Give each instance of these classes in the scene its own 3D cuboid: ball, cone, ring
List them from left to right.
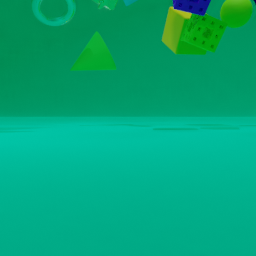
[{"bbox_3d":[-2.353,-3.870,8.930,1.392,0.278,1.392,-13,-31,-8],"label":"ring"},{"bbox_3d":[-1.437,-2.446,10.160,1.510,1.504,1.504,-29,4,-2],"label":"cone"},{"bbox_3d":[3.363,-3.611,8.715,0.944,0.944,0.944,0,2,0],"label":"ball"}]

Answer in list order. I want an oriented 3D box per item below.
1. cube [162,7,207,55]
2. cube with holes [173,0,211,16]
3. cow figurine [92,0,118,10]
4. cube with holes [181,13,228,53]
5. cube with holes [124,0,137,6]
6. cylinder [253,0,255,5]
[{"bbox_3d":[2.087,-3.380,9.781,1.233,1.233,1.233,-4,39,-20],"label":"cube"},{"bbox_3d":[1.499,-3.171,6.415,0.746,0.746,0.746,10,-41,-7],"label":"cube with holes"},{"bbox_3d":[-0.830,-3.866,8.065,1.237,0.679,1.217,29,24,2],"label":"cow figurine"},{"bbox_3d":[1.948,-2.483,7.258,0.747,0.747,0.747,18,19,-13],"label":"cube with holes"},{"bbox_3d":[0.130,-3.573,6.166,1.036,1.036,1.036,-25,42,10],"label":"cube with holes"},{"bbox_3d":[3.283,-3.291,6.440,0.761,0.761,0.761,-16,-8,39],"label":"cylinder"}]
